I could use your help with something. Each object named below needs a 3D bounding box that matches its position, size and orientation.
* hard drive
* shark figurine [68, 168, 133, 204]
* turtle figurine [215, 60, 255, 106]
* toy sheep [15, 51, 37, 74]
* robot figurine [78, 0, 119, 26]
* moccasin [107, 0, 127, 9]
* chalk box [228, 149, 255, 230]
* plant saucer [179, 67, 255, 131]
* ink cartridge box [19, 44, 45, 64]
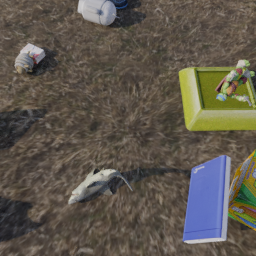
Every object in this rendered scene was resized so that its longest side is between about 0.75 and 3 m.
[{"bbox_3d":[2.048,1.858,7.292,0.265,1.380,2.091,26,57,-16],"label":"hard drive"},{"bbox_3d":[-0.694,1.775,8.806,0.951,2.279,1.362,53,32,-13],"label":"shark figurine"},{"bbox_3d":[3.515,-1.379,8.663,1.042,1.448,1.404,37,75,0],"label":"turtle figurine"},{"bbox_3d":[-4.301,-2.743,11.714,0.797,0.797,1.156,11,61,6],"label":"toy sheep"},{"bbox_3d":[-1.378,-5.496,13.157,1.929,1.089,1.636,21,27,12],"label":"robot figurine"},{"bbox_3d":[-0.966,-7.130,14.240,1.103,0.935,2.742,-29,63,-16],"label":"moccasin"},{"bbox_3d":[4.537,2.185,8.137,2.823,1.750,1.762,25,63,15],"label":"chalk box"},{"bbox_3d":[3.637,-1.352,10.879,2.984,0.714,2.979,-1,59,0],"label":"plant saucer"},{"bbox_3d":[-4.250,-3.299,12.270,1.044,0.352,0.608,26,62,15],"label":"ink cartridge box"}]
